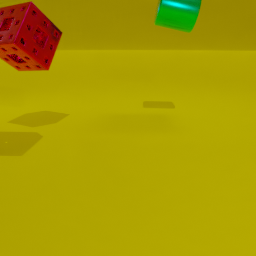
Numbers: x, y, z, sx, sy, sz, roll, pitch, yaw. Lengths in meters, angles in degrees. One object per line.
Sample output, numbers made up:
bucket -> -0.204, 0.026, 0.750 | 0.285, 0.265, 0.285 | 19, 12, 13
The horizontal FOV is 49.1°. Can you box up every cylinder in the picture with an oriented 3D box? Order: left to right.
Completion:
cylinder -> 1.410, -3.415, 8.058 | 1.106, 1.106, 1.106 | 12, 17, -2

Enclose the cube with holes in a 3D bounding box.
cube with holes -> -2.527, -2.169, 6.840 | 1.115, 1.115, 1.115 | 6, -18, 30
